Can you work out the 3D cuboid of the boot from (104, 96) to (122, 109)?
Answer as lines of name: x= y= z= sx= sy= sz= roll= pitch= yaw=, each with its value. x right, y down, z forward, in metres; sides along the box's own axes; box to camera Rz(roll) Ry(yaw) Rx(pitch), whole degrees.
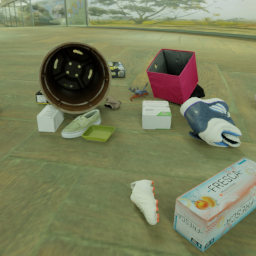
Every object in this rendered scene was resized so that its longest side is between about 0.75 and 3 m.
boot: x=-0.837 y=-1.151 z=12.859 sx=1.050 sy=0.369 sz=0.768 roll=18 pitch=33 yaw=33

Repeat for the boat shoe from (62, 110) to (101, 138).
boat shoe: x=-1.767 y=-0.192 z=10.589 sx=0.684 sy=0.589 sz=1.900 roll=16 pitch=30 yaw=30

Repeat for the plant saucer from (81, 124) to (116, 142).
plant saucer: x=-1.048 y=0.219 z=10.149 sx=0.986 sy=0.236 sz=0.985 roll=7 pitch=27 yaw=14

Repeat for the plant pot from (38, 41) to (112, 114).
plant pot: x=-2.241 y=-2.263 z=11.757 sx=2.730 sy=2.730 sz=2.702 roll=-6 pitch=20 yaw=-11

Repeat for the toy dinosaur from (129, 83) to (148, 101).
toy dinosaur: x=0.556 y=-1.761 z=14.171 sx=1.189 sy=1.310 sz=0.688 roll=23 pitch=-10 yaw=-41

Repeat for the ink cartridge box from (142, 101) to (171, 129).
ink cartridge box: x=1.122 y=-0.546 z=11.269 sx=1.094 sy=0.632 sz=1.498 roll=1 pitch=26 yaw=3

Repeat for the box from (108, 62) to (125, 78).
box: x=-1.233 y=-3.759 z=18.012 sx=1.884 sy=0.574 sz=2.338 roll=0 pitch=25 yaw=-8

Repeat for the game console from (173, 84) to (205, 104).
game console: x=2.672 y=-2.093 z=14.263 sx=1.611 sy=0.329 sz=2.731 roll=-14 pitch=35 yaw=-5

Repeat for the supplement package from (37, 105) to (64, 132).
supplement package: x=-3.002 y=-0.388 z=10.907 sx=0.639 sy=0.663 sz=1.166 roll=3 pitch=25 yaw=4

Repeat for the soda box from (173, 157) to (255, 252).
soda box: x=2.258 y=1.626 z=6.448 sx=2.650 sy=0.906 sz=0.843 roll=-19 pitch=31 yaw=-34

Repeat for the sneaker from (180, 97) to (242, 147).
sneaker: x=3.310 y=-0.055 z=10.082 sx=2.894 sy=1.166 sz=2.119 roll=2 pitch=42 yaw=-46

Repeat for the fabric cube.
fabric cube: x=2.085 y=-2.403 z=12.916 sx=1.723 sy=1.717 sz=1.690 roll=17 pitch=60 yaw=31

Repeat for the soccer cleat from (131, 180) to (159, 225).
soccer cleat: x=0.380 y=1.761 z=6.682 sx=0.617 sy=0.551 sz=1.591 roll=-6 pitch=19 yaw=0

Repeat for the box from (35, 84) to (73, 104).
box: x=-3.247 y=-1.799 z=13.982 sx=1.821 sy=0.563 sz=2.280 roll=2 pitch=26 yaw=9
